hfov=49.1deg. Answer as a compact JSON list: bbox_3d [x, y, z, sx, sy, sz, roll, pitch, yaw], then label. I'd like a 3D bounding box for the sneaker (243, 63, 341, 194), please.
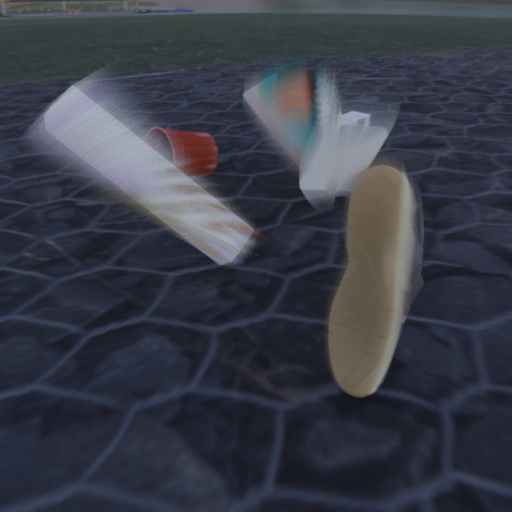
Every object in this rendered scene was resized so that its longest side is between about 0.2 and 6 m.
[{"bbox_3d":[0.871,-2.318,9.228,1.341,1.198,3.356,-38,42,8],"label":"sneaker"}]

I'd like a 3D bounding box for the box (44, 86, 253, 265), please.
[{"bbox_3d":[-1.500,-1.070,8.018,0.622,3.213,0.666,-55,12,-17],"label":"box"}]

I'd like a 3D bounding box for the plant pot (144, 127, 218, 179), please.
[{"bbox_3d":[-1.525,-2.085,11.672,1.206,1.240,1.240,-14,31,-38],"label":"plant pot"}]

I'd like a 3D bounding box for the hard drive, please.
[{"bbox_3d":[0.912,-1.033,6.042,0.659,0.999,0.133,0,63,-12],"label":"hard drive"}]

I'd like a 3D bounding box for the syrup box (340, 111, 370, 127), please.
[{"bbox_3d":[2.383,-3.339,14.527,0.547,0.529,1.342,23,36,35],"label":"syrup box"}]

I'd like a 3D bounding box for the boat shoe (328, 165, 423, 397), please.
[{"bbox_3d":[1.411,0.296,6.158,0.807,2.489,0.895,5,1,-39],"label":"boat shoe"}]
